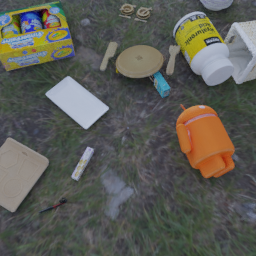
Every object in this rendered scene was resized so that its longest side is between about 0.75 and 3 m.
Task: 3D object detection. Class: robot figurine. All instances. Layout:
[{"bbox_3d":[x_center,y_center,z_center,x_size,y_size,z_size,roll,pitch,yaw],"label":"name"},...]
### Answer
[{"bbox_3d":[2.491,0.329,9.253,1.842,1.494,2.562,-16,63,-3],"label":"robot figurine"}]

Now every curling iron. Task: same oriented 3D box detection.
[{"bbox_3d":[-2.372,2.458,8.872,0.945,0.121,0.234,-25,101,-9],"label":"curling iron"}]

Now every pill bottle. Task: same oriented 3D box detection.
[{"bbox_3d":[2.998,-3.085,11.048,1.542,1.542,2.771,-17,64,-9],"label":"pill bottle"}]

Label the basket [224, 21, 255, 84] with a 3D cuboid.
[{"bbox_3d":[4.746,-2.962,10.880,1.412,1.740,1.756,-14,63,-10],"label":"basket"}]

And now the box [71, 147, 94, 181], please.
[{"bbox_3d":[-1.527,1.206,9.492,0.246,0.229,1.186,22,64,11],"label":"box"}]

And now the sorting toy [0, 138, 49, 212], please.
[{"bbox_3d":[-3.856,1.516,9.300,1.820,0.359,1.966,26,69,13],"label":"sorting toy"}]

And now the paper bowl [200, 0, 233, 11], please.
[{"bbox_3d":[4.116,-6.155,13.081,1.596,0.830,1.596,0,62,0],"label":"paper bowl"}]

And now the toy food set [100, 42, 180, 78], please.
[{"bbox_3d":[0.491,-2.608,11.174,2.936,0.589,2.027,7,54,14],"label":"toy food set"}]

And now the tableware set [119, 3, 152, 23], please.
[{"bbox_3d":[0.343,-5.464,13.022,1.439,0.288,0.951,17,63,9],"label":"tableware set"}]

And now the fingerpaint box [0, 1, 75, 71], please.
[{"bbox_3d":[-3.937,-3.923,11.760,2.910,1.067,2.428,-14,63,-8],"label":"fingerpaint box"}]

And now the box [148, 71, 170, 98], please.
[{"bbox_3d":[1.202,-1.809,10.950,0.299,0.501,1.219,-23,64,-12],"label":"box"}]

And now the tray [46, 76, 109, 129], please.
[{"bbox_3d":[-1.931,-0.963,10.641,2.290,0.254,1.230,39,69,18],"label":"tray"}]
